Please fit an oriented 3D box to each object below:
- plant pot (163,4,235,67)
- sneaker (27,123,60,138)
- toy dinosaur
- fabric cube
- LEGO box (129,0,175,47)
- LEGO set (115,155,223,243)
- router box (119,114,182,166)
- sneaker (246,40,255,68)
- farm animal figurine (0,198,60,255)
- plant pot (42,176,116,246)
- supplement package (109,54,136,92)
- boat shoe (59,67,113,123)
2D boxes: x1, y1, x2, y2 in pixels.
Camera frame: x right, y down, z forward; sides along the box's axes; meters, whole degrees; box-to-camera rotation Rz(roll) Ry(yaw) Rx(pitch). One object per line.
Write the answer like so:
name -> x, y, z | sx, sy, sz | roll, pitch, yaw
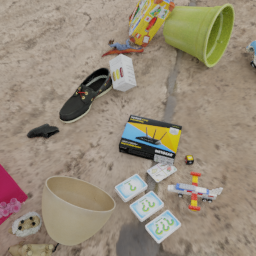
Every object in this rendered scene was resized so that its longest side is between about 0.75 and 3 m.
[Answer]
plant pot -> 2.962, -4.273, 12.328 | 2.378, 2.587, 2.587 | 27, 59, 30
sneaker -> -3.140, 0.185, 10.382 | 1.093, 0.328, 0.570 | -30, 56, -23
toy dinosaur -> -0.121, -3.637, 12.989 | 1.541, 0.892, 1.699 | 31, 98, 5
fabric cube -> -4.898, 1.738, 8.053 | 2.425, 2.464, 2.472 | 33, 62, 21
LEGO box -> 1.008, -5.244, 12.753 | 0.930, 2.411, 1.796 | 17, 52, -23
LEGO set -> 1.387, 1.835, 8.839 | 2.947, 0.723, 2.202 | -26, 51, -26
router box -> 0.820, 0.395, 10.095 | 1.993, 0.509, 1.487 | 13, 54, 10
sneaker -> 5.951, -2.589, 12.025 | 1.014, 1.005, 2.797 | -29, 60, 34
farm animal figurine -> -3.317, 3.491, 7.702 | 2.086, 1.299, 2.583 | 36, 58, 0
plant pot -> -1.588, 2.467, 8.049 | 2.096, 2.096, 1.407 | 24, 96, 15
supplement package -> -0.215, -2.219, 11.375 | 0.708, 0.682, 1.244 | -22, 71, 37
boat shoe -> -1.707, -1.348, 11.101 | 1.032, 0.884, 2.820 | 32, 64, 24
